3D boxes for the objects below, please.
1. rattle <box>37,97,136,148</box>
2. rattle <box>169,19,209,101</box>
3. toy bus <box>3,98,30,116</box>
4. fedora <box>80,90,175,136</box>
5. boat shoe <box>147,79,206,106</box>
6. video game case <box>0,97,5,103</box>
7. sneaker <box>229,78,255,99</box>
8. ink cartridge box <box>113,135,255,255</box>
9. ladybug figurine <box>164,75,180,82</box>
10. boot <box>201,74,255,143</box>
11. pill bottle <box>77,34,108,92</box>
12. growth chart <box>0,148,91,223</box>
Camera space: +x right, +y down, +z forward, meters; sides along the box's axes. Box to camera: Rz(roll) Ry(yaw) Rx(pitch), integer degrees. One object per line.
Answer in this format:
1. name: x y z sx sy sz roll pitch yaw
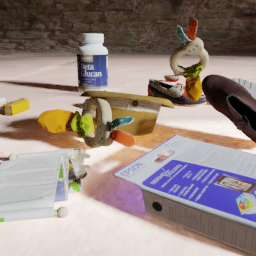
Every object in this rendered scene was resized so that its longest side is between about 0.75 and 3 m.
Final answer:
1. rattle: -0.883 -0.091 5.893 1.364 1.243 1.909 23 8 -35
2. rattle: 2.086 -2.261 9.534 1.442 2.215 1.582 16 61 10
3. toy bus: -3.788 -0.750 9.652 0.458 0.380 1.169 5 19 16
4. fedora: -0.042 -0.355 7.072 2.422 0.988 2.422 7 4 -1
5. boat shoe: 1.845 -1.393 10.978 2.589 0.810 0.921 16 22 38
6. video game case: -5.935 -0.978 10.656 1.774 0.203 1.614 3 18 11
7. sneaker: 4.512 -1.366 10.873 2.756 1.053 1.109 4 9 -9
8. ink cartridge box: 1.312 0.826 4.519 2.294 0.498 2.272 15 23 32
9. ladybug figurine: 2.579 -2.898 16.388 0.981 0.353 0.666 12 21 32
10. boot: 2.427 -0.585 6.251 2.431 0.879 2.022 50 16 23
11. pill bottle: -1.668 -3.061 13.175 1.453 2.616 1.453 0 18 0
12. growth chart: -1.573 0.866 4.892 1.804 0.221 2.493 -1 18 -4
